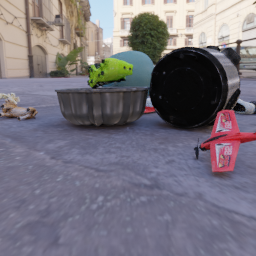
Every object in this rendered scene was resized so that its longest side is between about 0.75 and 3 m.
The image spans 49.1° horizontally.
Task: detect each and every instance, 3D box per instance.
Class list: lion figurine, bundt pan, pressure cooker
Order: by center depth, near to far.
[{"bbox_3d":[2.217,-1.341,8.770,2.399,2.437,2.728,3,13,31],"label":"pressure cooker"},{"bbox_3d":[-0.781,-0.729,8.901,2.969,1.114,2.969,-2,9,0],"label":"bundt pan"},{"bbox_3d":[-3.807,-0.583,9.943,1.749,0.634,1.071,17,8,11],"label":"lion figurine"}]

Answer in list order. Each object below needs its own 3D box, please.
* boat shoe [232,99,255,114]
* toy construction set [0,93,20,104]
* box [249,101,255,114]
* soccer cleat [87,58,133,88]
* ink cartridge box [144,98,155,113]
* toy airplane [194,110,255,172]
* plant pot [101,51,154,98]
[{"bbox_3d":[4.316,-0.891,11.175,0.545,0.534,1.530,-1,15,-23],"label":"boat shoe"},{"bbox_3d":[-5.809,-1.296,12.147,1.299,0.912,1.981,-21,-9,33],"label":"toy construction set"},{"bbox_3d":[5.251,-0.810,10.950,0.894,0.466,0.662,-7,14,-28],"label":"box"},{"bbox_3d":[-0.597,-1.552,8.230,0.935,0.779,2.308,4,2,-22],"label":"soccer cleat"},{"bbox_3d":[0.872,-0.979,11.673,1.818,0.455,1.463,-8,12,-37],"label":"ink cartridge box"},{"bbox_3d":[2.133,0.151,5.201,1.950,0.359,1.950,-30,22,13],"label":"toy airplane"},{"bbox_3d":[-0.279,-2.074,11.268,2.301,2.301,1.550,11,6,40],"label":"plant pot"}]
